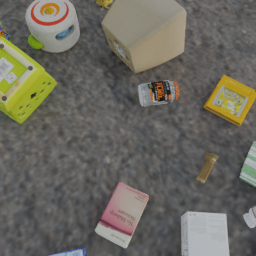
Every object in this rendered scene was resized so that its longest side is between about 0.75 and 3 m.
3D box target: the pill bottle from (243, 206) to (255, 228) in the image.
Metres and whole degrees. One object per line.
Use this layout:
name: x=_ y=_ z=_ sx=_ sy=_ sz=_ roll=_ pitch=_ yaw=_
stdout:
pill bottle: x=4.355 y=2.794 z=9.045 sx=1.105 sy=0.620 sz=0.620 roll=-38 pitch=65 yaw=25

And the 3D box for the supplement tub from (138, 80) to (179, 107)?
supplement tub: x=1.201 y=-1.379 z=11.090 sx=1.487 sy=0.911 sz=0.911 roll=-10 pitch=66 yaw=-5

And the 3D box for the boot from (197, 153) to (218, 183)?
boot: x=2.744 y=1.410 z=9.954 sx=0.350 sy=0.928 sz=1.060 roll=29 pitch=86 yaw=6

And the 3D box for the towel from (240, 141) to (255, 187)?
towel: x=4.901 y=1.416 z=10.163 sx=1.290 sy=0.198 sz=1.691 roll=28 pitch=67 yaw=15

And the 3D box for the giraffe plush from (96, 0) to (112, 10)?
giraffe plush: x=-1.173 y=-6.250 z=13.446 sx=0.779 sy=0.732 sz=0.902 roll=6 pitch=65 yaw=3

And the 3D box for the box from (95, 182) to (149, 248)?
box: x=-0.173 y=2.829 z=9.115 sx=1.107 sy=0.943 sz=1.731 roll=24 pitch=67 yaw=10

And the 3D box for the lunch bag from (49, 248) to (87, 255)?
lunch bag: x=-1.786 y=4.469 z=8.374 sx=1.243 sy=0.932 sz=1.462 roll=-10 pitch=75 yaw=-5

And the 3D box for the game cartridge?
game cartridge: x=4.175 y=-1.152 z=11.331 sx=1.582 sy=0.291 sz=1.794 roll=30 pitch=70 yaw=13

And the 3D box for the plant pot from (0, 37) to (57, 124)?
plant pot: x=-4.292 y=-1.777 z=10.252 sx=2.263 sy=2.064 sz=2.275 roll=38 pitch=81 yaw=0

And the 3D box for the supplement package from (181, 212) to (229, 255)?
supplement package: x=2.327 y=3.514 z=8.659 sx=1.203 sy=1.194 sz=1.585 roll=3 pitch=65 yaw=2

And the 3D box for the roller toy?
roller toy: x=-3.241 y=-4.578 z=12.179 sx=2.118 sy=1.623 sz=2.322 roll=3 pitch=65 yaw=1

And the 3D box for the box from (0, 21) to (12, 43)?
box: x=-6.273 y=-3.713 z=11.441 sx=1.356 sy=2.222 sz=2.140 roll=22 pitch=67 yaw=10

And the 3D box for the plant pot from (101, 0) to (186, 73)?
plant pot: x=0.514 y=-3.947 z=11.476 sx=2.402 sy=2.710 sz=2.713 roll=-39 pitch=71 yaw=-5
